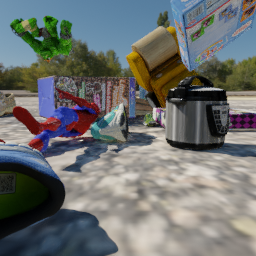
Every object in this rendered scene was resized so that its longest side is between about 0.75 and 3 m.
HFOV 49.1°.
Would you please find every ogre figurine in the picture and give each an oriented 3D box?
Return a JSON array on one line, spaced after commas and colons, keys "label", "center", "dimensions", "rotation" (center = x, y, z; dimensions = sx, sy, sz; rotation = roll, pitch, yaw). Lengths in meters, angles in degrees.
[{"label": "ogre figurine", "center": [-2.608, -2.917, 9.069], "dimensions": [2.195, 1.077, 1.316], "rotation": [-9, -35, 11]}]

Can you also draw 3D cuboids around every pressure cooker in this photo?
[{"label": "pressure cooker", "center": [1.147, -0.291, 4.792], "dimensions": [1.067, 1.195, 1.051], "rotation": [1, 7, 1]}]

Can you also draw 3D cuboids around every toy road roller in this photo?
[{"label": "toy road roller", "center": [1.508, -1.684, 9.385], "dimensions": [1.832, 2.981, 2.176], "rotation": [-35, 35, -6]}]

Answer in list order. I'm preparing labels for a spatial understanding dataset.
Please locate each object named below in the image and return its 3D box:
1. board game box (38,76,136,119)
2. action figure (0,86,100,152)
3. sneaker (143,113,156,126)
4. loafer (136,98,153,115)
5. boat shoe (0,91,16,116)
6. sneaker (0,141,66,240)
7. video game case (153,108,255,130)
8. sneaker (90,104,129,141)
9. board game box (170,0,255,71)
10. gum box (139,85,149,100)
[{"label": "board game box", "center": [-1.519, -1.094, 10.062], "dimensions": [2.894, 1.401, 2.307], "rotation": [-4, 9, -29]}, {"label": "action figure", "center": [-1.137, -0.145, 4.901], "dimensions": [0.716, 0.906, 2.770], "rotation": [38, 15, 8]}, {"label": "sneaker", "center": [0.574, -0.234, 7.765], "dimensions": [0.309, 0.313, 0.819], "rotation": [0, 8, -10]}, {"label": "loafer", "center": [0.942, -0.978, 11.464], "dimensions": [2.604, 0.819, 0.936], "rotation": [-5, 9, -35]}, {"label": "boat shoe", "center": [-5.237, -0.972, 10.950], "dimensions": [1.041, 0.937, 2.885], "rotation": [1, 7, 4]}, {"label": "sneaker", "center": [-1.181, 0.391, 1.496], "dimensions": [1.813, 0.712, 0.808], "rotation": [-5, 6, -37]}, {"label": "video game case", "center": [2.065, -0.288, 7.655], "dimensions": [2.499, 0.447, 2.265], "rotation": [0, 7, -2]}, {"label": "sneaker", "center": [-0.355, -0.118, 5.767], "dimensions": [0.692, 0.674, 1.738], "rotation": [-8, 7, 5]}, {"label": "board game box", "center": [1.933, -2.384, 6.019], "dimensions": [1.873, 0.453, 2.476], "rotation": [-35, -20, 6]}, {"label": "gum box", "center": [1.252, -1.404, 13.116], "dimensions": [1.452, 1.234, 0.323], "rotation": [2, 6, 21]}]
